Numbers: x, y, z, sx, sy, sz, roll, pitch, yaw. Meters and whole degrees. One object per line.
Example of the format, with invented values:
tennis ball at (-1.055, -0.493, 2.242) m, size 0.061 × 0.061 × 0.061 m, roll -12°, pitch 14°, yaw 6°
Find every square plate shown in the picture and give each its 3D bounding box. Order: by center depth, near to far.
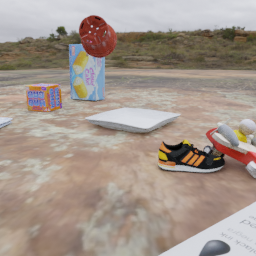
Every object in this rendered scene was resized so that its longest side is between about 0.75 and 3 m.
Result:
square plate at (0.206, -0.269, 9.113) m, size 2.301 × 0.330 × 2.322 m, roll 10°, pitch 18°, yaw 32°

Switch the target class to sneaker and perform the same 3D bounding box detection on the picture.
sneaker at (1.254, 0.521, 5.495) m, size 1.330 × 0.598 × 0.465 m, roll 0°, pitch 14°, yaw 2°

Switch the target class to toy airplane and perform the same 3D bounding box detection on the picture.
toy airplane at (2.250, 0.321, 5.455) m, size 1.401 × 0.993 × 1.407 m, roll 22°, pitch 6°, yaw 11°

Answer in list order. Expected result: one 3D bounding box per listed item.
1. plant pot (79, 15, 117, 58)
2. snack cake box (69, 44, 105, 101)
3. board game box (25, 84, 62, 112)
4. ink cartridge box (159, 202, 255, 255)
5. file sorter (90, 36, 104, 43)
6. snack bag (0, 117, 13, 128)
plant pot at (-0.972, -2.873, 8.666) m, size 1.184 × 1.184 × 1.151 m, roll 1°, pitch 4°, yaw 2°
snack cake box at (-2.031, -2.781, 14.041) m, size 1.553 × 2.701 × 0.907 m, roll 7°, pitch 13°, yaw 26°
board game box at (-3.473, -1.281, 11.640) m, size 1.016 × 1.017 × 1.016 m, roll 5°, pitch 15°, yaw 20°
ink cartridge box at (0.589, 1.429, 1.004) m, size 2.551 × 1.057 × 1.872 m, roll -10°, pitch 18°, yaw -36°
file sorter at (-1.399, -3.705, 12.064) m, size 0.879 × 0.611 × 0.551 m, roll 23°, pitch 5°, yaw 24°
snack bag at (-5.016, -0.050, 8.443) m, size 2.229 × 0.239 × 2.102 m, roll 2°, pitch 15°, yaw 8°
